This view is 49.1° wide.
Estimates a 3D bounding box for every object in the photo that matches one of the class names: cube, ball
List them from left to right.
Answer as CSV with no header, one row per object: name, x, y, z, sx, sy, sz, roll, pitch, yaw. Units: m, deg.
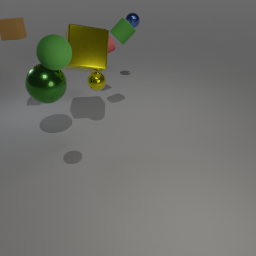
cube,-4.176,-3.587,10.129,0.700,0.700,0.700,-3,24,2
ball,-2.858,-1.556,9.810,1.400,1.400,1.400,0,32,0
ball,-1.491,-1.527,5.673,0.700,0.700,0.700,0,32,0
cube,-1.567,-2.842,10.252,1.400,1.400,1.400,2,5,-18
ball,-1.174,-1.758,10.521,0.700,0.700,0.700,0,32,0
ball,0.222,-5.281,13.754,0.700,0.700,0.700,0,32,0

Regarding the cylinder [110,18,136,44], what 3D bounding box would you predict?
cylinder,-0.186,-3.636,10.520,0.700,0.700,0.700,-44,35,11

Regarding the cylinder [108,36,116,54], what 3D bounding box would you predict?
cylinder,-1.045,-3.716,12.743,0.700,0.700,0.700,-33,43,-21
